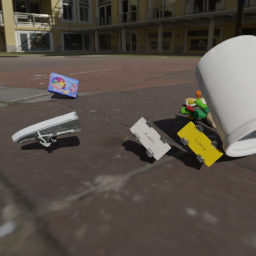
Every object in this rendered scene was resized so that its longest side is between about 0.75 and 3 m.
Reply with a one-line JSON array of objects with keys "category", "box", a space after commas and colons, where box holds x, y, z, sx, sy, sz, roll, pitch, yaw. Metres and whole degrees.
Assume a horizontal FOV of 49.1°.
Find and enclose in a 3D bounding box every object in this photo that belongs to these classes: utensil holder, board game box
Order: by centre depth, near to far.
[{"category": "utensil holder", "box": [1.865, -0.492, 4.409, 1.275, 1.500, 1.275, -13, -26, -6]}, {"category": "board game box", "box": [-2.403, -1.563, 10.431, 1.038, 0.698, 0.232, 14, -16, -28]}]

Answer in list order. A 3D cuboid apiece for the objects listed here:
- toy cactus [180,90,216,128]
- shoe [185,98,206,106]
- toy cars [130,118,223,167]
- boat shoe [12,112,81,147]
[{"category": "toy cactus", "box": [2.228, -0.434, 7.460, 1.521, 0.778, 1.255, 8, 26, -6]}, {"category": "shoe", "box": [2.389, -0.850, 9.457, 1.090, 0.291, 0.381, -4, -12, -25]}, {"category": "toy cars", "box": [0.775, 0.235, 4.647, 1.528, 0.685, 0.338, 6, -11, 17]}, {"category": "boat shoe", "box": [-1.438, 0.111, 4.984, 1.268, 0.433, 0.468, -19, 0, 4]}]
